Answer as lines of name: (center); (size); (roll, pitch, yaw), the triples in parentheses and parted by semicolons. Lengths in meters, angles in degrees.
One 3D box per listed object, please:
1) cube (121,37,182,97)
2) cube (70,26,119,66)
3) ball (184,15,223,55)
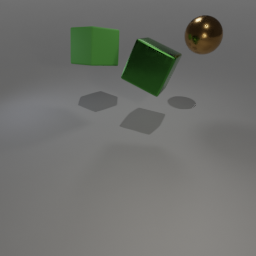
cube: (0.819, -2.114, 9.533); (1.400, 1.400, 1.400); (29, 26, 7)
cube: (-1.325, -3.233, 11.170); (1.400, 1.400, 1.400); (16, 20, 42)
ball: (2.828, -3.472, 10.490); (1.400, 1.400, 1.400); (0, 29, 0)
